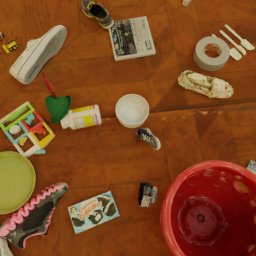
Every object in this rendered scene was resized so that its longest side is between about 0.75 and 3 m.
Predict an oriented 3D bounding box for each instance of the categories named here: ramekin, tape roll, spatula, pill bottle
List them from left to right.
[{"bbox_3d":[-1.727,-0.369,10.287,1.417,0.739,0.739,-11,70,-4],"label":"pill bottle"},{"bbox_3d":[0.152,-0.575,10.414,1.226,0.644,1.226,0,69,0],"label":"ramekin"},{"bbox_3d":[3.394,-3.026,11.412,1.372,0.453,1.372,0,69,-1],"label":"tape roll"},{"bbox_3d":[4.386,-3.638,11.814,1.127,0.130,1.620,-37,74,-11],"label":"spatula"}]

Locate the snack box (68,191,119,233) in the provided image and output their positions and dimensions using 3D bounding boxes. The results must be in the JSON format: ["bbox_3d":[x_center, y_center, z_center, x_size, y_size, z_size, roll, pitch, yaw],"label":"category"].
[{"bbox_3d":[-1.147,2.806,9.368,1.518,0.282,0.882,-21,71,-7],"label":"snack box"}]

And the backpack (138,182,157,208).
[{"bbox_3d":[0.618,2.211,9.220,0.634,0.823,0.784,17,84,3],"label":"backpack"}]

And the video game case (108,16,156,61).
[{"bbox_3d":[0.129,-3.794,11.826,1.709,0.219,1.879,-10,71,-4],"label":"video game case"}]

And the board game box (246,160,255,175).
[{"bbox_3d":[4.414,1.576,9.908,0.529,0.114,0.786,31,73,10],"label":"board game box"}]

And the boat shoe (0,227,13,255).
[{"bbox_3d":[-4.250,3.704,8.697,0.834,0.817,2.357,-42,68,-13],"label":"boat shoe"}]

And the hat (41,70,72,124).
[{"bbox_3d":[-2.877,-1.017,10.050,1.188,1.262,1.434,-46,34,12],"label":"hat"}]

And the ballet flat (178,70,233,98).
[{"bbox_3d":[3.027,-1.689,10.790,2.223,0.711,0.841,13,70,4],"label":"ballet flat"}]

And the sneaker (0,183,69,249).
[{"bbox_3d":[-2.847,2.858,9.136,2.532,1.000,1.208,-40,94,-11],"label":"sneaker"}]

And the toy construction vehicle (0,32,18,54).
[{"bbox_3d":[-5.311,-3.421,11.635,1.193,0.420,1.038,-38,85,-10],"label":"toy construction vehicle"}]

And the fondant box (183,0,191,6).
[{"bbox_3d":[2.745,-5.881,12.402,0.224,0.554,0.767,35,74,10],"label":"fondant box"}]

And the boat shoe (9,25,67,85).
[{"bbox_3d":[-3.614,-3.100,11.112,0.956,1.053,2.864,31,74,10],"label":"boat shoe"}]

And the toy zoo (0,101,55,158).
[{"bbox_3d":[-3.680,0.154,10.374,1.373,0.214,2.093,-39,74,-13],"label":"toy zoo"}]

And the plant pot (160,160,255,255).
[{"bbox_3d":[2.338,2.671,8.111,2.975,2.709,2.975,0,69,0],"label":"plant pot"}]

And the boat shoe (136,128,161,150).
[{"bbox_3d":[0.682,0.391,9.932,0.509,0.409,1.097,3,30,-32],"label":"boat shoe"}]

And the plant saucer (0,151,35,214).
[{"bbox_3d":[-4.216,1.878,9.677,2.124,0.330,2.124,0,72,0],"label":"plant saucer"}]

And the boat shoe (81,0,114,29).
[{"bbox_3d":[-1.376,-5.026,11.950,0.707,0.597,1.982,-45,67,-3],"label":"boat shoe"}]
